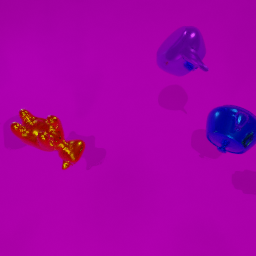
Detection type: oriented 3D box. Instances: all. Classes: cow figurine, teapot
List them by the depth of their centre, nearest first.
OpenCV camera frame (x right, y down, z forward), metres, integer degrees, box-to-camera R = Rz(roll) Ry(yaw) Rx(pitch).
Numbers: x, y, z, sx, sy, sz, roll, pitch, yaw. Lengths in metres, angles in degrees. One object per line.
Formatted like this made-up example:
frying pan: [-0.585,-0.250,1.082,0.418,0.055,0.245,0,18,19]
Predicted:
teapot: [1.974,0.080,5.365,1.066,1.714,0.839,28,75,13]
teapot: [1.134,-1.470,5.637,1.051,0.828,1.691,-46,21,11]
cow figurine: [-1.570,0.264,5.723,1.359,1.337,0.746,15,61,13]
